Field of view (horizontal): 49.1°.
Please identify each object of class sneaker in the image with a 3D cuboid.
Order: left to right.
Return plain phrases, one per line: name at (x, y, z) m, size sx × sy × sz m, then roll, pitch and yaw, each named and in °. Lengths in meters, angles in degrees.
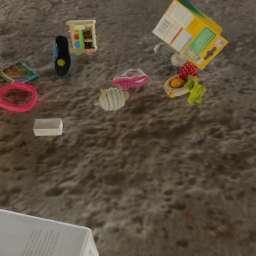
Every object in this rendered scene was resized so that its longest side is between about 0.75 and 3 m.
sneaker at (-3.372, -3.446, 14.209) m, size 0.807 × 0.960 × 2.450 m, roll 1°, pitch 67°, yaw -20°
sneaker at (0.042, -2.363, 13.303) m, size 1.724 × 0.701 × 0.760 m, roll -12°, pitch 50°, yaw -20°

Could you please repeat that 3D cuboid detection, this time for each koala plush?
koala plush at (2.801, -4.357, 14.262) m, size 2.664 × 2.448 × 2.362 m, roll -41°, pitch 53°, yaw -5°

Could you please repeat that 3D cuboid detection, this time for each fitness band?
fitness band at (-4.986, -1.421, 12.578) m, size 1.892 × 0.354 × 1.358 m, roll 15°, pitch 60°, yaw 12°

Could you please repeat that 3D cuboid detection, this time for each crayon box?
crayon box at (2.353, -3.548, 10.539) m, size 2.449 × 1.540 × 0.632 m, roll 37°, pitch 47°, yaw -3°

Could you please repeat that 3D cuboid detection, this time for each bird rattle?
bird rattle at (2.531, -2.150, 12.874) m, size 1.776 × 1.227 × 2.179 m, roll -17°, pitch 48°, yaw 7°

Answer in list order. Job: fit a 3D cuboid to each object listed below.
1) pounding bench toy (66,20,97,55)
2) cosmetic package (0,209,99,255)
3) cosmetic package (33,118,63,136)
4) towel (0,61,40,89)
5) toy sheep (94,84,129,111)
pounding bench toy at (-2.312, -4.489, 14.043) m, size 1.314 × 1.650 × 2.115 m, roll -2°, pitch 23°, yaw 0°
cosmetic package at (-2.478, 3.781, 7.107) m, size 2.833 × 2.371 × 2.357 m, roll 9°, pitch 51°, yaw 8°
cosmetic package at (-3.267, -0.038, 11.487) m, size 1.064 × 0.452 × 0.573 m, roll 0°, pitch 49°, yaw -1°
towel at (-5.380, -2.645, 13.805) m, size 1.769 × 0.192 × 1.298 m, roll 36°, pitch 58°, yaw 26°
toy sheep at (-0.712, -1.258, 12.100) m, size 1.590 × 1.097 × 1.097 m, roll -13°, pitch 52°, yaw -12°
